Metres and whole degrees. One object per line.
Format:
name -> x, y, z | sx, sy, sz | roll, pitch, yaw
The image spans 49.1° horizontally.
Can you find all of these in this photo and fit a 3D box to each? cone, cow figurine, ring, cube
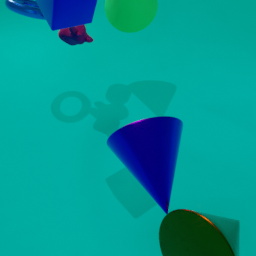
cone -> 0.338, 0.546, 3.456 | 1.024, 1.024, 1.028 | -10, 67, -9
cow figurine -> -1.311, -2.939, 7.187 | 1.534, 0.856, 1.559 | 39, 102, 33
cone -> 1.123, 1.346, 3.474 | 1.055, 1.051, 1.051 | -12, 44, -41
ring -> -2.592, -3.236, 7.579 | 1.368, 0.274, 1.368 | 14, 27, -7
cube -> -1.106, -2.390, 4.963 | 0.834, 0.834, 0.834 | -23, 75, -26
cone -> 0.000, -3.631, 7.570 | 1.594, 1.600, 1.594 | 0, 90, 7
